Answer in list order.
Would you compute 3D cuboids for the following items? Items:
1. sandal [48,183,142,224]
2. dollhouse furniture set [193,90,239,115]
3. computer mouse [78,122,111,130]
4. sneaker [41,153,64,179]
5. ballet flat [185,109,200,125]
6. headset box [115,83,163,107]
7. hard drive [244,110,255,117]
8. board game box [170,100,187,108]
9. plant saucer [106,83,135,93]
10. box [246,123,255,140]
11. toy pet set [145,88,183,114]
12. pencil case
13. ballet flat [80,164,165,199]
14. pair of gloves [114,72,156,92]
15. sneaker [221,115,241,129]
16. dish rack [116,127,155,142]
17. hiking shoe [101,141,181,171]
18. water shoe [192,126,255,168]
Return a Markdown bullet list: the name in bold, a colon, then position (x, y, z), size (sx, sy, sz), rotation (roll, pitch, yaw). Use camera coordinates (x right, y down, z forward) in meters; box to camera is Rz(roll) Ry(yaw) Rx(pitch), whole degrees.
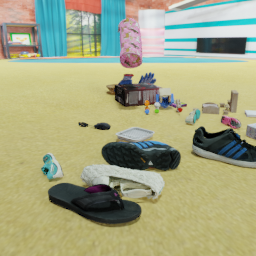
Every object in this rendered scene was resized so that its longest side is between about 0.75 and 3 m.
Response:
- **sandal**: position (-0.790, 1.476, 5.938), size (2.226, 0.533, 0.837), rotation (8, 20, 24)
- **dollhouse furniture set**: position (4.265, -1.375, 13.777), size (2.034, 0.993, 1.735), rotation (4, 19, 12)
- **computer mouse**: position (-1.372, -0.153, 11.282), size (1.500, 0.255, 0.440), rotation (7, 21, 22)
- **sneaker**: position (-2.121, 1.019, 7.528), size (0.461, 0.449, 1.157), rotation (-19, 25, -25)
- **ballet flat**: position (2.774, -0.514, 12.065), size (0.443, 0.479, 1.421), rotation (-2, 15, 27)
- **headset box**: position (0.661, -1.883, 15.407), size (2.419, 0.907, 1.798), rotation (-6, 19, -18)
- **hard drive**: position (6.034, -0.633, 12.870), size (1.169, 0.156, 0.771), rotation (5, 19, 13)
- **board game box**: position (2.477, -1.291, 14.846), size (0.712, 0.191, 1.186), rotation (-5, 18, -27)
- **plant saucer**: position (-0.172, -2.514, 17.928), size (2.467, 0.437, 2.467), rotation (-1, 15, 0)
- **box**: position (4.920, 0.148, 10.070), size (0.951, 0.460, 0.839), rotation (-9, 22, -23)
- **toy pet set**: position (1.706, -1.096, 13.725), size (1.752, 0.931, 1.636), rotation (-2, 53, 4)
- **pencil case**: position (0.100, -4.134, 13.674), size (1.134, 1.085, 2.621), rotation (-11, 59, 12)
- **ballet flat**: position (-0.192, 1.256, 6.393), size (2.029, 0.728, 0.728), rotation (2, 19, 10)
- **pair of gloves**: position (0.448, -2.514, 16.296), size (2.451, 1.971, 0.279), rotation (-7, 63, -22)
- **sneaker**: position (4.311, -0.256, 11.455), size (0.517, 0.428, 1.083), rotation (5, 17, -22)
- **dish rack**: position (0.261, 0.285, 9.955), size (1.027, 0.261, 1.197), rotation (13, 23, 37)
- **hiking shoe**: position (0.327, 0.754, 7.898), size (2.209, 0.822, 0.958), rotation (8, 12, -10)
- **water shoe**: position (3.060, 0.506, 8.210), size (2.367, 0.934, 0.846), rotation (8, 20, 22)
